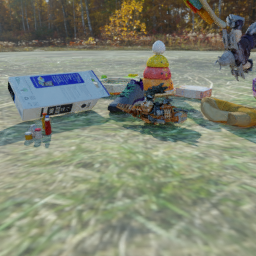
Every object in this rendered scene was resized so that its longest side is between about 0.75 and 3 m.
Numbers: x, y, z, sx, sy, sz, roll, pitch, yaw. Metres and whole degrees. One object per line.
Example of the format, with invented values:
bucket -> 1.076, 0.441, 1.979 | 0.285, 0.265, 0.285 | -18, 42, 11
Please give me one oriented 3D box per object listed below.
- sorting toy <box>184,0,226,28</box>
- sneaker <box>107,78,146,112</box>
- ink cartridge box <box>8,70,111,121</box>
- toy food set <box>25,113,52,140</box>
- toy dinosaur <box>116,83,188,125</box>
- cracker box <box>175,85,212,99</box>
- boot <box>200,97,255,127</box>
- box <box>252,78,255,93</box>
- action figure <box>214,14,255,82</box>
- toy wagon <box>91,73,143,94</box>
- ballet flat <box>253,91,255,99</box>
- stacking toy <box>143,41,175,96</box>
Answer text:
sorting toy -> 1.683, -3.270, 7.220 | 1.637, 0.298, 1.515 | 25, 27, -39
sneaker -> -0.062, -1.160, 9.599 | 0.801, 0.942, 2.151 | 9, 20, 24
ink cartridge box -> -2.191, -1.150, 9.169 | 2.976, 0.583, 1.480 | -13, 55, -34
toy food set -> -2.215, -0.053, 7.073 | 0.460, 0.434, 0.964 | 6, 19, 17
toy dinosaur -> 0.707, -0.604, 8.093 | 2.023, 1.033, 1.373 | 24, 39, 5
cracker box -> 2.685, -1.477, 11.473 | 1.255, 0.362, 0.840 | 13, 22, 36
boot -> 3.092, -0.453, 8.172 | 1.303, 0.641, 1.821 | -1, 22, -21
box -> 5.487, -1.191, 8.668 | 1.777, 0.508, 2.597 | -25, 38, -11
action figure -> 1.778, -1.281, 4.033 | 1.424, 0.927, 0.494 | -37, 44, -10
toy wagon -> -0.331, -2.094, 13.026 | 2.242, 0.572, 2.889 | 10, 20, 26
ballet flat -> 5.050, -1.027, 9.609 | 0.798, 0.775, 2.241 | -12, 26, -24
stacking toy -> 1.206, -2.496, 11.677 | 1.586, 2.171, 1.586 | -1, 19, 0
